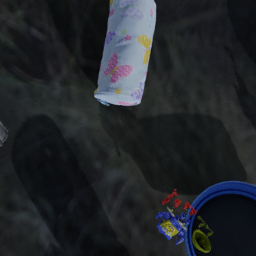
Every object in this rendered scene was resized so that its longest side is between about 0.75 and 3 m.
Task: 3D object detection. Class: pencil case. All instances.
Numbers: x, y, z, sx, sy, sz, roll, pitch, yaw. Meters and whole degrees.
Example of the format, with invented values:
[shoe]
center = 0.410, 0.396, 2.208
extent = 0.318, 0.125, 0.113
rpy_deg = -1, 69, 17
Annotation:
[pencil case]
center = -0.088, -1.952, 6.994
extent = 1.267, 1.161, 2.793
rpy_deg = 5, 84, 25

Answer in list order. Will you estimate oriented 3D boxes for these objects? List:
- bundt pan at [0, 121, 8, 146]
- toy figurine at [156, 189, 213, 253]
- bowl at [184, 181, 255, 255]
[bundt pan]
center = -3.602, 0.106, 6.574
extent = 1.388, 0.521, 1.388
rpy_deg = -4, 42, 3
[toy figurine]
center = 1.123, 2.239, 6.407
extent = 1.449, 0.765, 0.868
rpy_deg = 48, 122, 0
[bowl]
center = 2.585, 2.551, 6.495
extent = 2.585, 0.507, 2.585
rpy_deg = -2, 62, 4
